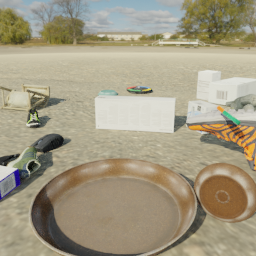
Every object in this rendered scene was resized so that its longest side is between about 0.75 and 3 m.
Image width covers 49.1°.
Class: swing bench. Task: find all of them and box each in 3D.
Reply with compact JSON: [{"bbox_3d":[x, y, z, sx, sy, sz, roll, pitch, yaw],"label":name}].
[{"bbox_3d":[-4.625,-1.404,12.642,1.581,1.031,1.589,7,15,21],"label":"swing bench"}]

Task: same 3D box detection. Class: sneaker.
[{"bbox_3d":[-3.547,-0.402,10.363,0.467,0.539,1.302,-7,20,-21],"label":"sneaker"},{"bbox_3d":[-2.417,0.872,6.912,0.596,0.445,1.328,10,19,4],"label":"sneaker"},{"bbox_3d":[2.760,0.304,7.013,2.623,1.470,1.018,1,14,34],"label":"sneaker"}]

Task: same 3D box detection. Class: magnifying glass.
[{"bbox_3d":[2.148,-0.308,6.081,0.406,0.114,1.020,33,13,-11],"label":"magnifying glass"}]

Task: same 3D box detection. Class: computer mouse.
[{"bbox_3d":[-2.734,0.553,7.834,0.667,0.387,2.275,14,24,32],"label":"computer mouse"}]

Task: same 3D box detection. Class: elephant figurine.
[{"bbox_3d":[4.732,-0.464,9.896,1.936,1.502,1.370,7,-26,-12],"label":"elephant figurine"}]

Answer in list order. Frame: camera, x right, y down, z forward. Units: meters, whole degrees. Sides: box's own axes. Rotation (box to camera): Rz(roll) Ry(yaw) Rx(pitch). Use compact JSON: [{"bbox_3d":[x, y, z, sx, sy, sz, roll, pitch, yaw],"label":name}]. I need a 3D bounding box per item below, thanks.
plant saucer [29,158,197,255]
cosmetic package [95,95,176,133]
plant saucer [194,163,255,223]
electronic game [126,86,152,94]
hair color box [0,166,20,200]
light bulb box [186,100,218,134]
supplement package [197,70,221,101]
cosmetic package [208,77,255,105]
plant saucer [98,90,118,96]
[{"bbox_3d":[-0.252,1.400,5.078,2.901,0.465,2.901,-1,21,0],"label":"plant saucer"},{"bbox_3d":[0.256,-0.513,9.822,2.739,1.131,0.694,4,16,9],"label":"cosmetic package"},{"bbox_3d":[1.660,1.165,4.859,1.118,1.118,0.205,11,18,30],"label":"plant saucer"},{"bbox_3d":[0.639,-2.199,15.965,1.460,0.304,1.460,0,19,0],"label":"electronic game"},{"bbox_3d":[-3.193,1.130,6.031,1.449,0.470,0.792,8,21,16],"label":"hair color box"},{"bbox_3d":[2.549,-0.387,9.648,0.593,0.951,0.942,-6,19,-25],"label":"light bulb box"},{"bbox_3d":[4.088,-2.170,14.201,0.842,1.389,0.832,-16,25,-39],"label":"supplement package"},{"bbox_3d":[5.227,-1.827,13.728,1.450,1.042,2.569,15,25,42],"label":"cosmetic package"},{"bbox_3d":[-1.095,-1.926,15.341,1.118,0.201,1.118,0,19,0],"label":"plant saucer"}]
